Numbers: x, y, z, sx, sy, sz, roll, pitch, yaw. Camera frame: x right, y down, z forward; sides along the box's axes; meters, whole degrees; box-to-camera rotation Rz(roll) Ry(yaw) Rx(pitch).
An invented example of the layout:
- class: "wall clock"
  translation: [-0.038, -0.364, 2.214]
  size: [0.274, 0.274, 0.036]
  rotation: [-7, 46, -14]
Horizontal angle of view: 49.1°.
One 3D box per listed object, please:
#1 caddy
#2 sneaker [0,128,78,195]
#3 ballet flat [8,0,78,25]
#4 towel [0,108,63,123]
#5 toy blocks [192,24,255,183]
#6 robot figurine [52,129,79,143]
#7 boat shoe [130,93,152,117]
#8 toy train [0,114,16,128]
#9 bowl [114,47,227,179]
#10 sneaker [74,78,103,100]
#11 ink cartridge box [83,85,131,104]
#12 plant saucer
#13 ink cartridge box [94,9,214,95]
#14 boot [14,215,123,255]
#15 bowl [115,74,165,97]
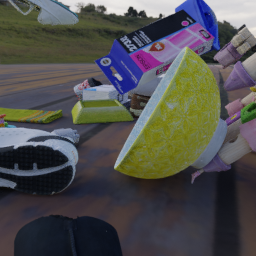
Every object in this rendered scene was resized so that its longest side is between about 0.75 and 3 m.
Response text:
- class: "caddy"
  translation: [2.539, -3.589, 9.749]
  size: [1.123, 2.140, 1.513]
  rotation: [-22, -11, 33]
- class: "sneaker"
  translation: [-2.270, 0.481, 4.885]
  size: [2.916, 1.075, 1.166]
  rotation: [9, 15, 1]
- class: "ballet flat"
  translation: [-1.389, -1.842, 4.273]
  size: [1.253, 0.435, 0.435]
  rotation: [28, 10, -14]
- class: "towel"
  translation: [-3.675, -0.462, 9.489]
  size: [2.687, 0.243, 1.156]
  rotation: [4, 15, 14]
- class: "toy blocks"
  translation: [2.102, -0.179, 5.306]
  size: [2.132, 2.533, 2.367]
  rotation: [-39, 4, 31]
- class: "robot figurine"
  translation: [-1.538, 0.254, 6.615]
  size: [0.751, 0.424, 0.637]
  rotation: [-10, 43, -30]
- class: "boat shoe"
  translation: [1.324, -0.871, 9.658]
  size: [2.488, 0.921, 0.919]
  rotation: [-2, 16, -8]
- class: "toy train"
  translation: [-3.927, 0.103, 6.471]
  size: [2.869, 0.798, 2.155]
  rotation: [-14, 21, -38]
- class: "bowl"
  translation: [0.911, -0.015, 4.967]
  size: [1.322, 2.457, 2.457]
  rotation: [31, 17, -2]
- class: "sneaker"
  translation: [-1.763, -1.714, 12.992]
  size: [1.099, 0.685, 2.051]
  rotation: [-25, -9, 10]
- class: "ink cartridge box"
  translation: [-0.823, -1.390, 11.881]
  size: [1.240, 0.714, 2.141]
  rotation: [7, 17, 24]
- class: "plant saucer"
  translation: [-0.946, -0.644, 9.700]
  size: [1.951, 0.467, 1.948]
  rotation: [-3, 16, -13]
- class: "ink cartridge box"
  translation: [0.623, -1.876, 6.713]
  size: [2.655, 0.492, 1.257]
  rotation: [-30, 65, -13]
- class: "boot"
  translation: [-0.806, 1.371, 2.029]
  size: [1.934, 0.739, 1.625]
  rotation: [1, 18, -21]
- class: "bowl"
  translation: [0.851, -2.216, 14.249]
  size: [2.743, 1.024, 2.739]
  rotation: [-6, 17, -17]
